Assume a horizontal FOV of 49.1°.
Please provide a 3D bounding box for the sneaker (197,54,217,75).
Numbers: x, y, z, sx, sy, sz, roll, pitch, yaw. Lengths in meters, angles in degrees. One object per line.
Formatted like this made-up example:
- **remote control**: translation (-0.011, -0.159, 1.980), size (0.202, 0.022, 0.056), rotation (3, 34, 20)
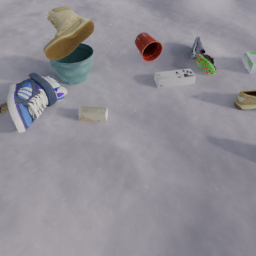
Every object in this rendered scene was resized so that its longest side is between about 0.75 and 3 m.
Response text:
- **sneaker**: translation (3.649, -2.956, 12.624), size (0.648, 0.594, 1.548), rotation (-11, 45, -6)

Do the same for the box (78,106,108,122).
- **box**: translation (-1.241, -0.506, 10.071), size (0.985, 0.383, 0.468), rotation (5, 42, 5)

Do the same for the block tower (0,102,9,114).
- **block tower**: translation (-4.740, -0.678, 10.360), size (0.935, 0.253, 0.270), rotation (-28, 50, -28)

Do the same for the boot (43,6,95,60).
- **boot**: translation (-1.641, -2.309, 6.676), size (1.395, 0.508, 1.084), rotation (-44, 66, -14)

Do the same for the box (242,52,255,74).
- **box**: translation (5.861, -2.942, 12.650), size (0.992, 0.544, 1.125), rotation (2, 43, -1)

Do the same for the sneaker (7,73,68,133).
- **sneaker**: translation (-3.157, -1.039, 10.113), size (1.991, 1.095, 2.719), rotation (-16, 39, -11)

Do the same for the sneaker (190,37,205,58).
- **sneaker**: translation (3.502, -3.901, 13.792), size (0.657, 0.559, 1.502), rotation (19, 55, 5)

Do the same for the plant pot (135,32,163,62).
- **plant pot**: translation (0.626, -2.706, 9.214), size (0.767, 0.767, 0.746), rotation (-18, 53, -18)

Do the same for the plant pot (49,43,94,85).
- **plant pot**: translation (-2.310, -2.617, 11.764), size (1.851, 1.240, 1.851), rotation (0, 42, 0)

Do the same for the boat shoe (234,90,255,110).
- **boat shoe**: translation (5.163, -1.171, 10.466), size (2.188, 0.833, 0.784), rotation (-7, 43, -8)

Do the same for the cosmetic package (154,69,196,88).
- **cosmetic package**: translation (1.973, -2.121, 11.836), size (1.609, 0.407, 0.664), rotation (-9, 42, -9)
